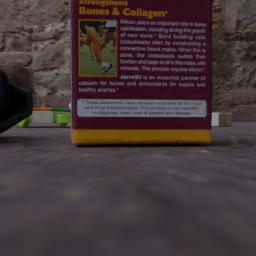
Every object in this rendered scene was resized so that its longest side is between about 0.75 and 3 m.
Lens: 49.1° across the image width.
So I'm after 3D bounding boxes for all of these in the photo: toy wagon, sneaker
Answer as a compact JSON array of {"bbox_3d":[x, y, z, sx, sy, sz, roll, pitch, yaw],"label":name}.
[{"bbox_3d":[-2.375,-0.316,8.687,2.868,0.567,2.225,1,2,41],"label":"toy wagon"},{"bbox_3d":[-1.619,-0.331,2.090,1.038,0.934,2.665,-8,0,1],"label":"sneaker"}]

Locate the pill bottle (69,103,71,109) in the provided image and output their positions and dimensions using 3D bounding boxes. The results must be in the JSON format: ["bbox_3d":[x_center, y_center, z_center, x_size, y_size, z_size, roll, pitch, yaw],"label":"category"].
[{"bbox_3d":[-1.673,-1.045,10.360,1.068,0.592,0.592,-47,-23,25],"label":"pill bottle"}]

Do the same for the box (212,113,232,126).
[{"bbox_3d":[3.210,-0.292,9.730,1.025,0.487,0.398,-3,4,-44],"label":"box"}]

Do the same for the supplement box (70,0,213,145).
[{"bbox_3d":[0.078,-0.844,2.412,1.068,1.935,0.829,0,1,-5],"label":"supplement box"}]
